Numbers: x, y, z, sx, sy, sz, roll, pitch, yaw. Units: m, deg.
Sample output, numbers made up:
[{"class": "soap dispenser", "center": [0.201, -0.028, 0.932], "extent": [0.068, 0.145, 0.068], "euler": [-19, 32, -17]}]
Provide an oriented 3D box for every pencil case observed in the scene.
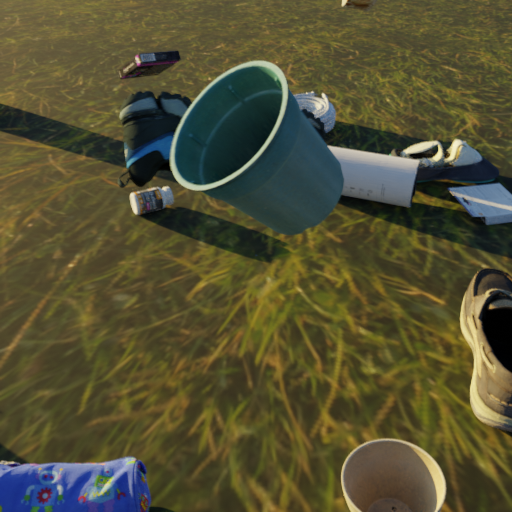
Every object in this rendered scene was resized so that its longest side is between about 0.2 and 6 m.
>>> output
[{"class": "pencil case", "center": [-2.225, 2.744, 6.381], "extent": [2.023, 0.789, 0.878], "euler": [-2, 55, -4]}]

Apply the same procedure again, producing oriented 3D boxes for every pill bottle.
[{"class": "pill bottle", "center": [-2.257, -1.210, 12.131], "extent": [0.848, 0.493, 0.493], "euler": [-18, 40, -23]}]

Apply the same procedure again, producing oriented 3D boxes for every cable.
[{"class": "cable", "center": [1.281, -3.950, 15.786], "extent": [1.895, 0.656, 1.894], "euler": [-7, 38, -9]}]

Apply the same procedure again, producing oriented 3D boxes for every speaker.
[{"class": "speaker", "center": [2.265, -1.802, 12.464], "extent": [2.610, 1.060, 1.060], "euler": [12, 38, 18]}]

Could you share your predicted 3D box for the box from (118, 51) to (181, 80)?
[{"class": "box", "center": [-2.147, -3.802, 11.167], "extent": [0.858, 0.217, 1.200], "euler": [-18, 9, -32]}]

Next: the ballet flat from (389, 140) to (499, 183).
[{"class": "ballet flat", "center": [4.399, -2.209, 13.109], "extent": [2.833, 1.035, 1.035], "euler": [-2, 36, -3]}]

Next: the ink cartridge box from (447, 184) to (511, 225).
[{"class": "ink cartridge box", "center": [5.001, -1.130, 12.205], "extent": [1.292, 0.262, 1.290], "euler": [-5, 36, -7]}]

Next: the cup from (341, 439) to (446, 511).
[{"class": "cup", "center": [1.525, 2.773, 6.310], "extent": [1.110, 0.794, 1.110], "euler": [-4, 31, 3]}]

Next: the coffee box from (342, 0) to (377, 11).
[{"class": "coffee box", "center": [2.017, -4.993, 10.487], "extent": [0.558, 0.389, 0.975], "euler": [6, 2, -6]}]

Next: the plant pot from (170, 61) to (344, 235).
[{"class": "plant pot", "center": [0.163, -1.327, 7.924], "extent": [1.958, 1.918, 1.958], "euler": [-21, 53, 31]}]

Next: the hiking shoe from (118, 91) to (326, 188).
[{"class": "hiking shoe", "center": [-0.533, -1.807, 9.580], "extent": [3.536, 1.533, 1.315], "euler": [0, -2, -12]}]

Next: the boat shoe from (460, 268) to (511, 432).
[{"class": "boat shoe", "center": [3.796, 1.094, 8.352], "extent": [1.188, 1.169, 3.189], "euler": [7, 36, 9]}]
